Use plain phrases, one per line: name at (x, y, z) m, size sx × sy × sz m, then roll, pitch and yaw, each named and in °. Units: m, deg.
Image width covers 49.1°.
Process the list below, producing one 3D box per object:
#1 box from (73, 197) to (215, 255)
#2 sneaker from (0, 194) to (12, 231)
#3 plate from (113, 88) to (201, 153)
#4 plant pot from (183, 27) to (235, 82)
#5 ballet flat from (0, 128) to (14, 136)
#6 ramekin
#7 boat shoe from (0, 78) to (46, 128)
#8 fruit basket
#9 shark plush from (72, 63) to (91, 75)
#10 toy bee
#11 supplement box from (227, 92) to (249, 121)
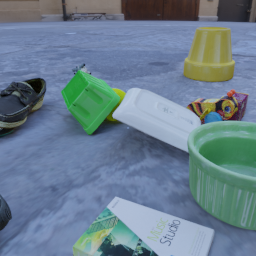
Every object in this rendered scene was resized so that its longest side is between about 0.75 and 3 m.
box at (0.239, 1.586, 3.821) m, size 1.617 × 0.294 × 1.167 m, roll 11°, pitch 27°, yaw 24°
sneaker at (-2.886, 1.369, 3.717) m, size 2.667 × 0.993 × 1.129 m, roll -6°, pitch 30°, yaw 9°
plate at (0.893, -0.299, 6.777) m, size 2.225 × 0.360 × 2.220 m, roll 25°, pitch 24°, yaw 0°
plant pot at (3.581, -3.276, 12.195) m, size 2.180 × 2.051 × 2.180 m, roll -1°, pitch 26°, yaw 0°
ballet flat at (-3.350, 0.068, 6.974) m, size 0.381 × 0.384 × 1.121 m, roll 14°, pitch 28°, yaw 27°
ramekin at (2.023, 0.732, 4.771) m, size 2.074 × 1.013 × 2.074 m, roll 0°, pitch 24°, yaw 0°
boat shoe at (-3.012, -0.847, 7.730) m, size 1.028 × 0.945 × 2.877 m, roll 25°, pitch 19°, yaw -4°
fruit basket at (-0.734, -0.644, 7.846) m, size 2.032 × 1.466 × 2.032 m, roll 41°, pitch 6°, yaw -5°
shark plush at (-2.281, -2.658, 12.821) m, size 1.292 × 0.587 × 0.538 m, roll 30°, pitch 69°, yaw 39°
toy bee at (2.490, -0.558, 7.490) m, size 1.978 × 1.075 × 1.295 m, roll 6°, pitch 27°, yaw 17°
supplement box at (3.073, -0.595, 8.073) m, size 0.518 × 0.657 × 1.003 m, roll 16°, pitch 28°, yaw 28°
